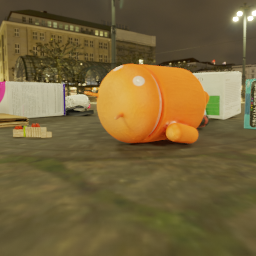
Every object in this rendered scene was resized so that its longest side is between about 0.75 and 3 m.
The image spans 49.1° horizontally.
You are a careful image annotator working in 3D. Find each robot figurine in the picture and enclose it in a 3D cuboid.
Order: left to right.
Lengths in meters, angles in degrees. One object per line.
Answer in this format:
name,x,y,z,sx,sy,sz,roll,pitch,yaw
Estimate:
robot figurine,0.488,-0.461,5.367,2.514,1.808,1.466,-5,-13,-39

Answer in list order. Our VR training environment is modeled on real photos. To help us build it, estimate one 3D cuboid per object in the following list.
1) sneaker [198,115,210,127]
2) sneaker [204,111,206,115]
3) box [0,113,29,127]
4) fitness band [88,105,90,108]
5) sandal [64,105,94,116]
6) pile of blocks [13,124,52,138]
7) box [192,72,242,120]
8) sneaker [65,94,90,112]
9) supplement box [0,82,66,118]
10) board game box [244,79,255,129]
sneaker,1.758,-0.201,7.889,0.521,0.377,1.067,-6,6,-44
sneaker,2.304,-0.724,9.955,1.715,1.045,2.627,17,17,-28
box,-4.587,-0.238,8.638,2.143,0.279,2.621,-6,9,-38
fitness band,-3.989,-1.759,21.689,1.849,0.482,2.574,-1,7,-29
sandal,-2.589,-0.811,12.906,2.177,0.466,0.828,3,7,25
pile of blocks,-2.084,0.040,6.140,0.926,0.288,0.380,2,7,9
box,3.353,-1.392,11.637,2.095,1.803,2.105,5,12,38
sneaker,-3.146,-1.138,13.929,2.577,0.960,1.123,-7,1,16
supplement box,-4.163,-1.168,11.713,1.449,1.480,2.864,6,10,33
board game box,3.824,-0.579,6.969,0.414,1.332,1.764,-5,8,-37
